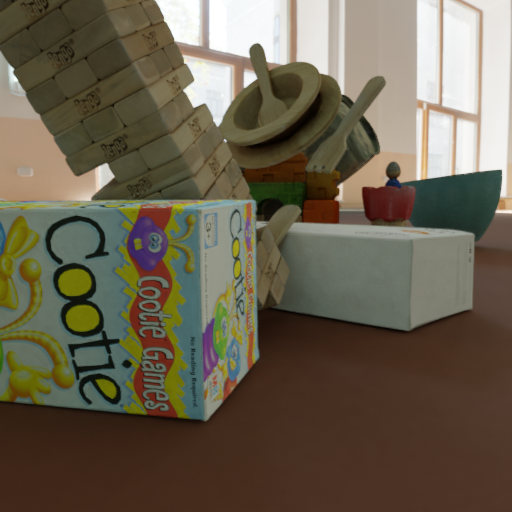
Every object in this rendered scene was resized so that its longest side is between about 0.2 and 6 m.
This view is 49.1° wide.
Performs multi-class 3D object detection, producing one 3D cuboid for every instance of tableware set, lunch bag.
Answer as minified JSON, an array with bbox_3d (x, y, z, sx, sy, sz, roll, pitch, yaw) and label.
[{"bbox_3d":[-0.286,-0.903,5.490,2.013,3.045,0.610,14,-27,45],"label":"tableware set"},{"bbox_3d":[0.796,-1.457,8.175,1.713,1.228,2.089,-32,0,23],"label":"lunch bag"}]

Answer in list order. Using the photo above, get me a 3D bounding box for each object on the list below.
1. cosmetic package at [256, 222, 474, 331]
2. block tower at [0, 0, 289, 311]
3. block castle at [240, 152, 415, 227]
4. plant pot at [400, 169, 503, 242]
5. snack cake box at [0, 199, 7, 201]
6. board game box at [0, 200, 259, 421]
[{"bbox_3d":[0.413,0.059,5.605,3.086,0.781,1.274,5,9,41],"label":"cosmetic package"},{"bbox_3d":[-0.741,-0.786,3.736,0.834,2.885,0.779,-20,22,22],"label":"block tower"},{"bbox_3d":[0.476,-0.613,7.990,3.435,1.611,2.295,2,7,16],"label":"block castle"},{"bbox_3d":[4.084,-0.964,11.749,2.102,1.416,2.102,-7,5,1],"label":"plant pot"},{"bbox_3d":[-4.372,-0.564,9.078,2.135,0.717,1.228,15,7,-12],"label":"snack cake box"},{"bbox_3d":[-1.039,0.193,3.153,1.929,1.012,0.994,1,7,14],"label":"board game box"}]
